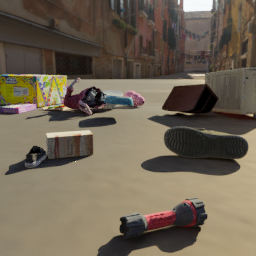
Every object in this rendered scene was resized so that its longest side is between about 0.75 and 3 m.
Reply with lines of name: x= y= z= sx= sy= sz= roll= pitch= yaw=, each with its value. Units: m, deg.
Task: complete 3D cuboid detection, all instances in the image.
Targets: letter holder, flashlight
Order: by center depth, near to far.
flashlight: x=0.395 y=0.982 z=3.044 sx=0.937 sy=0.317 sz=0.318 roll=-4 pitch=13 yaw=-22
letter holder: x=2.282 y=-0.895 z=10.605 sx=0.868 sy=1.226 sz=1.725 roll=41 pitch=-17 yaw=-28

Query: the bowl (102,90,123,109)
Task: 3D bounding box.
bowl: x=-0.878 y=-1.236 z=12.546 sx=1.344 sy=0.604 sz=1.344 roll=-2 pitch=23 yaw=1

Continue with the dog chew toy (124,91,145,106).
dog chew toy: x=0.321 y=-1.349 z=13.290 sx=0.721 sy=0.721 sz=1.158 roll=-11 pitch=25 yaw=-43

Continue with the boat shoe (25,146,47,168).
boat shoe: x=-1.787 y=0.489 z=5.410 sx=0.308 sy=0.291 sz=0.880 roll=0 pitch=12 yaw=1

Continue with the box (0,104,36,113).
box: x=-4.572 y=-0.827 z=11.747 sx=0.849 sy=0.243 sz=1.241 roll=3 pitch=12 yaw=15

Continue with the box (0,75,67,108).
box: x=-4.688 y=-1.915 z=14.000 sx=2.384 sy=1.455 sz=2.297 roll=6 pitch=12 yaw=23

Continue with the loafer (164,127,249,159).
loafer: x=1.552 y=0.325 z=5.723 sx=1.643 sy=0.618 sz=0.572 roll=10 pitch=4 yaw=17

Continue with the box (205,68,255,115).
box: x=4.163 y=-1.393 z=10.734 sx=1.357 sy=1.593 sz=2.492 roll=-3 pitch=8 yaw=-15

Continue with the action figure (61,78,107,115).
action figure: x=-1.981 y=-1.044 z=11.624 sx=2.264 sy=1.516 sz=1.686 roll=-4 pitch=48 yaw=33

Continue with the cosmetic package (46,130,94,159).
cosmetic package: x=-1.194 y=0.331 z=5.750 sx=0.909 sy=0.470 sz=0.397 roll=-5 pitch=13 yaw=-19

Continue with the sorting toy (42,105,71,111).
sorting toy: x=-3.079 y=-0.904 z=12.267 sx=1.006 sy=0.184 sz=0.932 roll=5 pitch=13 yaw=23

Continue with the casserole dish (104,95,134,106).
casserole dish: x=-0.340 y=-1.002 z=10.114 sx=0.945 sy=0.303 sz=1.560 roll=4 pitch=5 yaw=-14

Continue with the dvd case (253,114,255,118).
dvd case: x=5.380 y=-0.317 z=9.558 sx=1.260 sy=0.155 sz=1.767 roll=-3 pitch=12 yaw=-13
